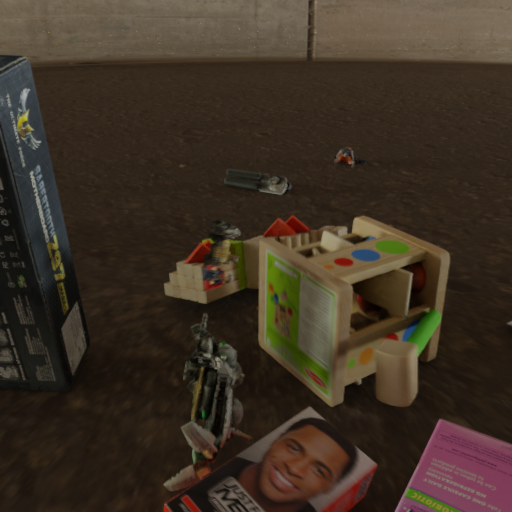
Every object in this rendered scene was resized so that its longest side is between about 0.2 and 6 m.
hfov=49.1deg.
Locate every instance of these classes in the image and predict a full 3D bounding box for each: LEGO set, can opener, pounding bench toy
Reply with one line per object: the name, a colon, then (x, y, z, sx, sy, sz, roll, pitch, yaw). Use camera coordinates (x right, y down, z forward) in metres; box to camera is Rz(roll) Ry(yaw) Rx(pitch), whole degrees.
LEGO set: (-0.320, 0.974, 5.634, 0.737, 2.601, 1.689, 11, -4, -6)
can opener: (0.047, -1.796, 13.825, 1.672, 0.446, 0.559, 12, -5, 27)
pounding bench toy: (1.507, 0.717, 6.774, 1.945, 1.549, 2.494, -15, 28, -29)

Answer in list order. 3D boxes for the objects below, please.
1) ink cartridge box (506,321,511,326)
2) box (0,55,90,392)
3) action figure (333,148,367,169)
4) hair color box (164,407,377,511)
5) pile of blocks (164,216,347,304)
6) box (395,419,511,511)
ink cartridge box: (3.991, 1.012, 7.748, 0.736, 0.159, 0.723, -16, 22, -29)
box: (-3.660, -0.201, 6.131, 2.968, 3.764, 0.960, 1, 31, 3)
action figure: (2.649, -2.799, 15.792, 0.958, 0.501, 0.927, 5, 34, 9)
hair color box: (0.147, 2.106, 4.837, 1.723, 0.528, 0.874, -21, 43, -39)
pile of blocks: (0.105, -0.101, 8.859, 3.187, 0.990, 1.308, -10, 14, -24)
box: (1.363, 2.161, 4.004, 0.683, 1.243, 1.413, 14, 29, 28)
